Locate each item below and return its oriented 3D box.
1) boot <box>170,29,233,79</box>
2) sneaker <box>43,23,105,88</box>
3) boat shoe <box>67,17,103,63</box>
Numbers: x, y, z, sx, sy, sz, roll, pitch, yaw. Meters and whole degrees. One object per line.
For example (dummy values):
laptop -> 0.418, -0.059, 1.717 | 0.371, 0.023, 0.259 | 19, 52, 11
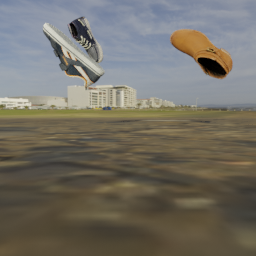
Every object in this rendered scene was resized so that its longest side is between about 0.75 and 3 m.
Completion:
boot -> 2.531, -2.629, 10.065 | 2.568, 0.985, 1.994 | 32, 36, 3
sneaker -> -2.220, -2.616, 10.466 | 2.736, 1.086, 1.073 | 41, 17, -15
boat shoe -> -1.719, -3.400, 11.086 | 0.713, 1.910, 0.886 | -19, 13, 36
